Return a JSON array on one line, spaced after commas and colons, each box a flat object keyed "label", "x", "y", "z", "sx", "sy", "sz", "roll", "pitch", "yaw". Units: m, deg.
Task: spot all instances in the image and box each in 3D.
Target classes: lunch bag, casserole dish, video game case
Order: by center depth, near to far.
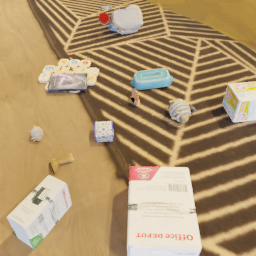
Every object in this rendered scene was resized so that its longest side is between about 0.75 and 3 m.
[{"label": "lunch bag", "x": -0.938, "y": 0.097, "z": 10.998, "sx": 0.754, "sy": 0.550, "sz": 0.888, "roll": -5, "pitch": 51, "yaw": -5}, {"label": "video game case", "x": -2.882, "y": -2.206, "z": 13.511, "sx": 1.806, "sy": 0.171, "sz": 1.290, "roll": -4, "pitch": 45, "yaw": -3}, {"label": "casserole dish", "x": 1.166, "y": -2.454, "z": 13.724, "sx": 2.103, "sy": 0.408, "sz": 1.274, "roll": -6, "pitch": 43, "yaw": 2}]

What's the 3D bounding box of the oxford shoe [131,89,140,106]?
[{"label": "oxford shoe", "x": 0.277, "y": -1.421, "z": 12.579, "sx": 0.328, "sy": 0.321, "sz": 0.900, "roll": 13, "pitch": 50, "yaw": -39}]

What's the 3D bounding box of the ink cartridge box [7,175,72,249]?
[{"label": "ink cartridge box", "x": -2.454, "y": 2.365, "z": 8.032, "sx": 0.691, "sy": 1.219, "sz": 1.663, "roll": 21, "pitch": 46, "yaw": 22}]

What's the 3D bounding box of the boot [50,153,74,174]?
[{"label": "boot", "x": -2.318, "y": 1.230, "z": 9.968, "sx": 0.809, "sy": 0.267, "sz": 0.708, "roll": -15, "pitch": 45, "yaw": -17}]

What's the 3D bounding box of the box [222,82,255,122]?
[{"label": "box", "x": 5.405, "y": -1.157, "z": 11.889, "sx": 2.289, "sy": 1.160, "sz": 1.287, "roll": -6, "pitch": 43, "yaw": -6}]

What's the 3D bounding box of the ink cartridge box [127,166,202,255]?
[{"label": "ink cartridge box", "x": 0.927, "y": 2.419, "z": 8.056, "sx": 1.853, "sy": 1.079, "sz": 2.560, "roll": 1, "pitch": 43, "yaw": 1}]

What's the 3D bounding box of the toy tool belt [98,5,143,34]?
[{"label": "toy tool belt", "x": -0.568, "y": -6.918, "z": 18.071, "sx": 2.884, "sy": 1.801, "sz": 1.773, "roll": -7, "pitch": 10, "yaw": -12}]

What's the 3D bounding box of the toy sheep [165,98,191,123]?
[{"label": "toy sheep", "x": 2.116, "y": -0.770, "z": 11.679, "sx": 0.953, "sy": 0.953, "sz": 1.382, "roll": -12, "pitch": 58, "yaw": -13}]

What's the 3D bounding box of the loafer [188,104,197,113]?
[{"label": "loafer", "x": 2.467, "y": -0.877, "z": 12.238, "sx": 0.357, "sy": 0.408, "sz": 1.135, "roll": -44, "pitch": 49, "yaw": -14}]

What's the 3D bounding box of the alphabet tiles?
[{"label": "alphabet tiles", "x": -2.981, "y": -2.682, "z": 14.258, "sx": 2.871, "sy": 0.210, "sz": 2.808, "roll": 4, "pitch": 45, "yaw": 4}]

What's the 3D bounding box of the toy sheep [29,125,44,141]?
[{"label": "toy sheep", "x": -3.561, "y": 0.196, "z": 10.925, "sx": 0.524, "sy": 0.524, "sz": 0.760, "roll": -21, "pitch": 67, "yaw": -22}]
